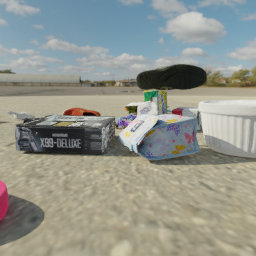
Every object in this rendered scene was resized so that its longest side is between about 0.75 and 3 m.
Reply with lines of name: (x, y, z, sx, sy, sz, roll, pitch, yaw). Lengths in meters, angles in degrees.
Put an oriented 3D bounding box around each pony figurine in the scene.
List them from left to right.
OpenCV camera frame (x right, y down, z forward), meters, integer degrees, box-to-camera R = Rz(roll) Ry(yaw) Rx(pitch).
pony figurine: (0.473, -0.049, 8.586, 1.526, 1.316, 1.580, -5, -10, 37)

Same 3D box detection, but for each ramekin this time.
ramekin: (3.308, -0.058, 7.565, 2.780, 1.295, 2.780, 0, 9, 0)

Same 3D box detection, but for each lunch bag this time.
lunch bag: (0.711, 0.170, 7.001, 1.670, 1.062, 1.417, -11, 10, -14)

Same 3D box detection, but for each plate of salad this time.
plate of salad: (1.133, -1.155, 17.027, 2.847, 0.684, 2.847, 1, 0, 0)

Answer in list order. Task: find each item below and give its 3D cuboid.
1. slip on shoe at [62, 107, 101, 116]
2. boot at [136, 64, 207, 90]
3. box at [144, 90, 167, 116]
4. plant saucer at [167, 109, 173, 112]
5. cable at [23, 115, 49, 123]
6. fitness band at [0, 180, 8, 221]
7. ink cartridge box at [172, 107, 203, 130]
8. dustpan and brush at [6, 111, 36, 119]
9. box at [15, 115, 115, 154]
slip on shoe: (-2.267, -0.613, 13.577, 1.894, 0.701, 0.579, 5, 13, 4)
boot: (1.965, -2.184, 12.058, 2.830, 1.022, 2.138, -1, 11, 18)
box: (1.231, -0.805, 11.707, 0.611, 1.481, 2.524, -1, 6, 15)
plant saucer: (3.370, -1.096, 18.360, 1.802, 0.171, 0.630, 6, 10, 33)
cable: (-3.690, -0.315, 12.036, 1.570, 0.489, 1.925, -2, 9, -15)
fitness band: (-2.713, 0.984, 3.763, 2.336, 0.437, 1.677, 7, 8, 33)
ink cartridge box: (2.892, -0.397, 11.416, 1.963, 0.818, 1.425, 3, 9, 22)
dustpan and brush: (-5.777, -0.704, 14.764, 1.073, 0.440, 1.538, 4, 9, 24)
box: (-1.653, 0.096, 8.417, 2.271, 0.717, 2.880, 1, 8, 5)
